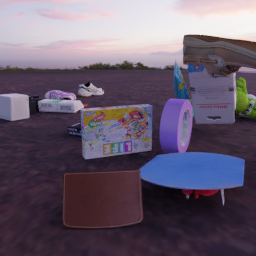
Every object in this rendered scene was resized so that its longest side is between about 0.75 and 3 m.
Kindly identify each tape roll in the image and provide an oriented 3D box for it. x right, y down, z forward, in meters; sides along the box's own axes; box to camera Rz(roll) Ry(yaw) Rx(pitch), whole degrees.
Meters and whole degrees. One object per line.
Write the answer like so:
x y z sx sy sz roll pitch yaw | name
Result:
1.188 -0.033 6.779 0.438 1.335 1.335 8 16 25 | tape roll

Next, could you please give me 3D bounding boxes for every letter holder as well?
-0.371 1.084 4.238 1.134 0.806 0.570 -2 -17 -3 | letter holder

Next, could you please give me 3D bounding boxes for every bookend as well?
-4.187 -1.018 12.008 1.353 0.627 1.361 -12 19 -38 | bookend

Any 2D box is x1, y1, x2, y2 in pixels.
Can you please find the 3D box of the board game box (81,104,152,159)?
-0.247 0.063 6.775 1.724 1.159 0.295 -6 15 -21 | board game box

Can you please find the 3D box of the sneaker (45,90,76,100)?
-3.549 -1.563 14.255 1.616 0.586 0.921 1 18 5 | sneaker

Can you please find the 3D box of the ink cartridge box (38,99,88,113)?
-2.867 -1.117 12.732 1.631 0.508 2.027 3 16 9 | ink cartridge box

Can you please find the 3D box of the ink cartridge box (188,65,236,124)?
2.721 -1.298 8.937 1.329 2.294 0.765 1 32 24 | ink cartridge box

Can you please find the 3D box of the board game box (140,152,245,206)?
1.169 0.902 5.102 1.746 0.430 2.210 1 9 23 | board game box

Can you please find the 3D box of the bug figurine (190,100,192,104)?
3.514 -1.344 14.018 0.752 0.250 0.970 -9 17 -31 | bug figurine

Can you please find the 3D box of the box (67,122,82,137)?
-0.982 0.009 8.701 1.274 0.319 1.284 9 17 29 | box

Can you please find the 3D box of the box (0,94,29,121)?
-4.348 -0.807 10.620 0.909 0.913 0.782 11 15 35 | box

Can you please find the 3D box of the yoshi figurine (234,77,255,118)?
4.273 -1.152 11.277 1.506 1.512 2.690 -16 18 -1 | yoshi figurine

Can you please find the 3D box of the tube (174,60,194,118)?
1.775 -1.175 9.353 0.526 2.086 0.808 -12 41 14 | tube

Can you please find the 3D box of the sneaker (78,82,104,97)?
-2.148 -2.349 16.784 0.706 0.819 1.868 9 16 38 | sneaker

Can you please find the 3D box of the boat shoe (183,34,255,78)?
2.168 -1.538 6.222 0.934 0.845 2.620 -6 25 -24 | boat shoe
